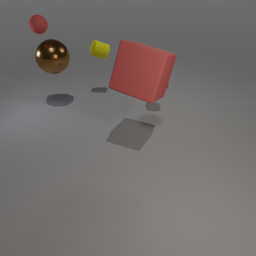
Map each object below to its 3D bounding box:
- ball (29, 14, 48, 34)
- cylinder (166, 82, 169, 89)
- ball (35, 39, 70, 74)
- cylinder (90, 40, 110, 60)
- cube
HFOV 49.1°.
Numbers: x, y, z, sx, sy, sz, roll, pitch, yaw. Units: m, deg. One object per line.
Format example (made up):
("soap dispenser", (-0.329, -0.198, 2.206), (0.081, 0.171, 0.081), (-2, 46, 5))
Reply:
("ball", (-3.389, -3.914, 10.584), (0.700, 0.700, 0.700), (0, 30, 0))
("cylinder", (1.358, -2.042, 11.730), (0.700, 0.700, 0.700), (6, -7, 1))
("ball", (-3.123, -2.950, 11.614), (1.400, 1.400, 1.400), (0, 30, 0))
("cylinder", (-1.289, -3.556, 12.760), (0.700, 0.700, 0.700), (11, 23, -28))
("cube", (0.466, -1.694, 8.312), (1.400, 1.400, 1.400), (22, 20, 14))
